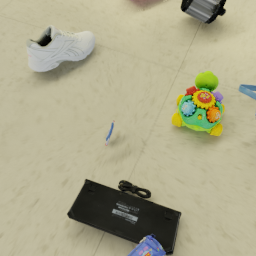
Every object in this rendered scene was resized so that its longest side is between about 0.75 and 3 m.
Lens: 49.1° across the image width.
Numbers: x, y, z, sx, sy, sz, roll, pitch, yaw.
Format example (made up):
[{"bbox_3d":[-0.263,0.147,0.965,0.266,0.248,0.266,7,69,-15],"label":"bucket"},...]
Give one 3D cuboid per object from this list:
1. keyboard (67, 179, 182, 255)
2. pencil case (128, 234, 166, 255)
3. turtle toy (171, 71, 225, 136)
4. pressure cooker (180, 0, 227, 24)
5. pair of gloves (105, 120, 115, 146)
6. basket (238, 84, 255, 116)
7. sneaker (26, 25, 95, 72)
[{"bbox_3d":[-0.012,1.852,6.382,2.392,0.307,1.436,18,45,8],"label":"keyboard"},{"bbox_3d":[0.163,2.593,5.398,1.186,0.463,0.515,-42,91,-6],"label":"pencil case"},{"bbox_3d":[2.034,-0.724,7.702,1.401,0.972,1.922,14,56,9],"label":"turtle toy"},{"bbox_3d":[2.739,-4.390,9.757,1.479,1.321,1.301,23,76,-11],"label":"pressure cooker"},{"bbox_3d":[-0.469,0.109,7.212,0.086,0.755,0.607,19,101,-7],"label":"pair of gloves"},{"bbox_3d":[4.199,-0.734,7.290,1.866,1.472,2.116,0,20,-10],"label":"basket"},{"bbox_3d":[-2.036,-2.677,8.746,2.403,1.194,0.936,-33,56,-27],"label":"sneaker"}]
